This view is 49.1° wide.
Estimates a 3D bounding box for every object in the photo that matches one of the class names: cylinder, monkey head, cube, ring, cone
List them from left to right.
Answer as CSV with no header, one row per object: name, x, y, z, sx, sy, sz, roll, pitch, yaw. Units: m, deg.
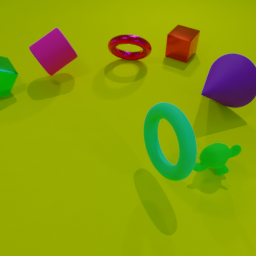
cube,-3.579,-1.412,7.482,0.807,0.807,0.807,1,41,-50
cylinder,-2.068,-2.120,7.822,0.963,0.963,0.963,-37,53,-2
ring,0.050,-2.417,8.471,1.343,1.343,0.269,5,80,4
ring,0.735,0.257,5.207,0.296,1.480,1.480,-12,47,-25
cube,1.745,-2.714,9.011,0.797,0.797,0.797,24,51,21
monkey head,1.844,0.675,5.761,1.025,0.617,0.737,-27,90,12
cone,2.174,-0.981,6.775,1.417,1.411,1.411,-23,50,-38
